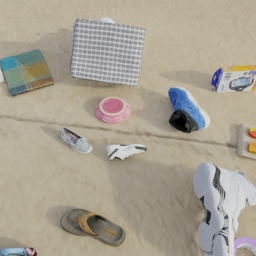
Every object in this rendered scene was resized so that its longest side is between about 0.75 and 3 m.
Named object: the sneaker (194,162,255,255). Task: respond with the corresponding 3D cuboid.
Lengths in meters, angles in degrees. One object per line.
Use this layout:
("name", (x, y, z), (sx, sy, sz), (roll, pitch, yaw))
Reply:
("sneaker", (2.858, 2.395, 7.764), (1.672, 1.093, 2.910), (8, 60, -17))

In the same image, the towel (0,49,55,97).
("towel", (-4.594, -2.536, 12.666), (1.964, 0.291, 2.678), (-20, 54, -16))

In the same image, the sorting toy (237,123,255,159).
("sorting toy", (4.831, 0.534, 10.021), (1.671, 0.305, 1.547), (12, 51, 11))

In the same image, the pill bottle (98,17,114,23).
("pill bottle", (-1.438, -4.175, 13.282), (1.441, 1.441, 2.408), (14, 51, 12))

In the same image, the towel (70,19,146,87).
("towel", (-0.884, -3.014, 11.320), (2.940, 2.435, 1.258), (7, 17, -2))

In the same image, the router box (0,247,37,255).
("router box", (-3.040, 3.885, 7.052), (1.186, 0.492, 1.582), (-3, 50, -2))

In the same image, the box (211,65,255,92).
("box", (4.482, -2.034, 11.654), (1.920, 1.143, 0.398), (-5, 50, -4))

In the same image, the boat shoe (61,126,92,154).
("boat shoe", (-1.872, 0.426, 10.009), (1.394, 0.447, 0.514), (34, 58, 23))

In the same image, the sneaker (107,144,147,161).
("sneaker", (-0.033, 0.853, 9.679), (1.391, 0.513, 0.556), (-4, 71, -1))

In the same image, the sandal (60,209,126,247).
("sandal", (-1.000, 2.780, 7.965), (1.937, 0.529, 0.791), (18, 52, 15))

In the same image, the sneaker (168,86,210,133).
("sneaker", (1.954, -0.709, 10.706), (1.248, 0.861, 2.244), (-20, 59, -27))

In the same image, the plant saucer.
("plant saucer", (-0.606, -0.772, 11.105), (1.378, 0.349, 1.378), (0, 50, 0))

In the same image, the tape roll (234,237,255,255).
("tape roll", (3.186, 3.492, 7.495), (1.016, 0.333, 1.016), (0, 50, 0))

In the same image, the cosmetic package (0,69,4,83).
("cosmetic package", (-6.118, -2.562, 12.226), (0.952, 0.946, 1.137), (-22, 52, -17))
